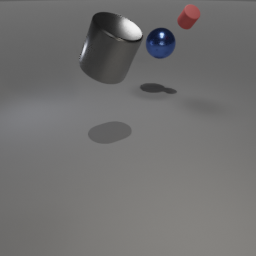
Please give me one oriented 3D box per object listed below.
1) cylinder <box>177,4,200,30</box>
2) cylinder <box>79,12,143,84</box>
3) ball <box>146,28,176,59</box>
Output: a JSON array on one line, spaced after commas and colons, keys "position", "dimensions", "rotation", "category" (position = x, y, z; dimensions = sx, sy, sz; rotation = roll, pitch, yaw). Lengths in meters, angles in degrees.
[{"position": [2.473, -4.519, 11.425], "dimensions": [0.700, 0.700, 0.700], "rotation": [-11, -13, -20], "category": "cylinder"}, {"position": [-0.488, -2.160, 7.639], "dimensions": [1.400, 1.400, 1.400], "rotation": [16, 42, -15], "category": "cylinder"}, {"position": [1.518, -3.943, 13.058], "dimensions": [1.400, 1.400, 1.400], "rotation": [0, 28, 0], "category": "ball"}]
